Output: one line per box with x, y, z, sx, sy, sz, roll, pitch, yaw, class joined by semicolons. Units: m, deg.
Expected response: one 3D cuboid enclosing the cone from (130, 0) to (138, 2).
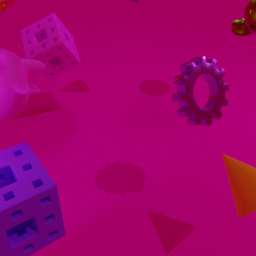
-0.277;-3.597;7.044;0.902;0.898;0.898;-16;45;-17;cone

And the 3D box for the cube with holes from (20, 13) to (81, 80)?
-2.024;-2.123;7.400;1.013;1.013;1.013;-24;66;9;cube with holes

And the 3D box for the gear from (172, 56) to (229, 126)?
1.239;-0.606;4.699;1.136;1.136;0.210;-29;17;-28;gear

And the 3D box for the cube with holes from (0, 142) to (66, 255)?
-1.629;1.059;3.854;1.061;1.061;1.061;-22;42;-29;cube with holes

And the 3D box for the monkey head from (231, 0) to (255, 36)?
1.935;-1.383;3.711;0.756;0.903;1.255;0;1;-11;monkey head

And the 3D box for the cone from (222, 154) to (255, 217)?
1.791;0.758;4.405;0.882;0.882;0.885;-29;72;-28;cone

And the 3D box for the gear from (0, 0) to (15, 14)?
-2.985;-2.609;6.023;1.402;0.259;1.402;-28;23;13;gear

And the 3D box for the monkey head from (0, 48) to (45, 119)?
-2.036;-0.723;4.887;1.864;1.123;1.341;-14;-3;40;monkey head
